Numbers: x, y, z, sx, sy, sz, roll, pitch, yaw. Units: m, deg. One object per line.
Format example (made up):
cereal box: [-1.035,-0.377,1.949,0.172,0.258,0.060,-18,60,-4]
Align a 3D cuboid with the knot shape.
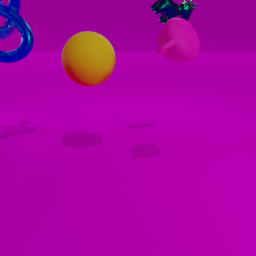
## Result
knot shape: [-2.937,-2.364,6.476,0.856,1.733,1.852,1,31,32]

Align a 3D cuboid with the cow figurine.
cow figurine: [1.083,-2.808,6.549,0.897,0.882,0.492,37,19,-44]

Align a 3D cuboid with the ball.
ball: [-0.857,-1.497,6.133,1.166,1.166,1.166,0,17,0]

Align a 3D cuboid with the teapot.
teapot: [0.896,-1.559,5.134,0.645,0.819,1.317,-28,6,41]
